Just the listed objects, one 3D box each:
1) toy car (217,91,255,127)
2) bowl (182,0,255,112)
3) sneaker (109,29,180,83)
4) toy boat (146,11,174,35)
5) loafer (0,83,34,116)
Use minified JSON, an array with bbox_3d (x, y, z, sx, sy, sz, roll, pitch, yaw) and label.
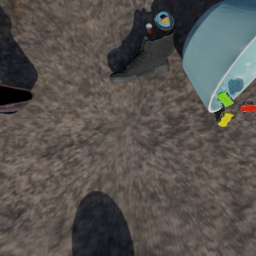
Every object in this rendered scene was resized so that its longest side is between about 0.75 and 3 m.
[{"bbox_3d":[2.588,-0.596,7.046,1.112,1.047,0.248,-31,34,30],"label":"toy car"},{"bbox_3d":[2.381,-1.900,6.670,2.800,2.800,1.464,-40,68,-9],"label":"bowl"},{"bbox_3d":[0.419,-1.900,7.421,2.056,0.617,1.072,-14,111,-12],"label":"sneaker"},{"bbox_3d":[0.873,-2.897,7.748,0.803,0.373,0.675,-32,61,1],"label":"toy boat"},{"bbox_3d":[-3.307,-0.783,6.210,0.892,2.834,1.018,-15,86,22],"label":"loafer"}]
